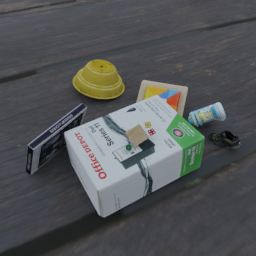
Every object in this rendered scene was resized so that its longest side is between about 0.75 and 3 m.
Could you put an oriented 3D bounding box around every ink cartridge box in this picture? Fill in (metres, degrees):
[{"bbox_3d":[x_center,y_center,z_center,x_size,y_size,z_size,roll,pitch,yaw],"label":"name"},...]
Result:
[{"bbox_3d":[0.111,0.587,7.297,2.950,1.225,2.163,-24,48,-19],"label":"ink cartridge box"}]

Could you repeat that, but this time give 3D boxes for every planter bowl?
[{"bbox_3d":[-1.003,-1.928,10.160,1.933,0.805,1.933,9,39,-7],"label":"planter bowl"}]

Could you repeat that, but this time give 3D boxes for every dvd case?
[{"bbox_3d":[-1.923,0.298,7.543,0.239,1.453,1.933,40,52,8],"label":"dvd case"}]

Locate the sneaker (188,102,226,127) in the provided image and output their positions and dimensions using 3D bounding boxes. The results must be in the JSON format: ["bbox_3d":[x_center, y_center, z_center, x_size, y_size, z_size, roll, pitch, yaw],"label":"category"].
[{"bbox_3d":[2.317,-0.346,8.382,0.929,1.422,0.566,-20,87,3],"label":"sneaker"}]

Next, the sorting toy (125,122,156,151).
[{"bbox_3d":[0.234,0.174,6.555,0.856,0.145,0.413,-32,72,-13],"label":"sorting toy"}]

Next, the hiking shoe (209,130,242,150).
[{"bbox_3d":[2.806,0.245,8.153,0.393,0.522,1.038,-36,34,-28],"label":"hiking shoe"}]

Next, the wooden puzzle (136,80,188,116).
[{"bbox_3d":[1.041,-0.787,9.133,1.573,0.317,1.700,11,68,12],"label":"wooden puzzle"}]
